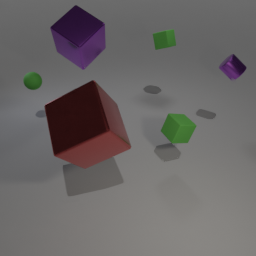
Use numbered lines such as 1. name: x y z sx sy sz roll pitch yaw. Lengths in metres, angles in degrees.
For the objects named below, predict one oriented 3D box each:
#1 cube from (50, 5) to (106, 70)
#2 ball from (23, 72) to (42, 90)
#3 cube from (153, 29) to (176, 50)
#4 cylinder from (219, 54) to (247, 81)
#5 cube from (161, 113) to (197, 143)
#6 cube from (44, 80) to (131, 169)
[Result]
1. cube: -1.805 -3.358 10.486 1.400 1.400 1.400 36 70 11
2. ball: -3.725 -1.840 10.962 0.700 0.700 0.700 0 32 0
3. cube: 1.598 -3.861 12.230 0.700 0.700 0.700 1 20 38
4. cylinder: 3.821 -2.214 10.239 0.700 0.700 0.700 42 37 -6
5. cube: 1.607 0.013 8.957 0.700 0.700 0.700 1 34 -33
6. cube: -0.955 -0.021 6.812 1.400 1.400 1.400 -25 63 12
